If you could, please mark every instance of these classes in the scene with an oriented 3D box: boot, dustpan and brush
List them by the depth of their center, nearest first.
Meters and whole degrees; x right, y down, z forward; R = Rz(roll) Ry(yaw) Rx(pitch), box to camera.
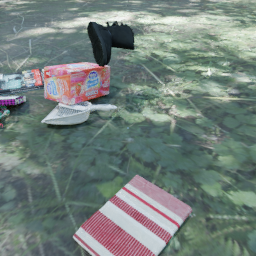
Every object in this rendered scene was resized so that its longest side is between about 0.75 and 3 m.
[{"bbox_3d":[-0.513,-3.182,10.589,1.708,0.771,2.085,-3,62,-31],"label":"boot"},{"bbox_3d":[-1.823,-0.715,11.183,2.753,0.788,1.921,9,27,4],"label":"dustpan and brush"}]

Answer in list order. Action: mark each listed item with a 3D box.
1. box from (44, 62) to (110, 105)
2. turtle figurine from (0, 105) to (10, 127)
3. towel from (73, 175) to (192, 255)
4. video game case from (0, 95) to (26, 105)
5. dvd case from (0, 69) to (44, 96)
[{"bbox_3d":[-2.111,-2.011,12.095,1.449,1.337,2.824,15,22,27],"label":"box"},{"bbox_3d":[-5.278,-0.512,11.000,1.155,0.776,1.542,12,14,-18],"label":"turtle figurine"},{"bbox_3d":[0.173,2.440,7.160,1.893,0.299,2.629,27,44,30],"label":"towel"},{"bbox_3d":[-5.405,-1.157,11.867,1.714,0.307,1.554,-4,12,-5],"label":"video game case"},{"bbox_3d":[-5.269,-2.361,14.108,2.793,0.307,2.039,-11,36,-17],"label":"dvd case"}]
